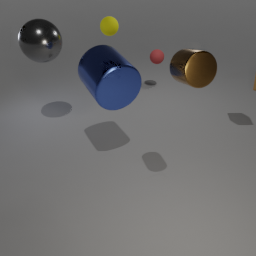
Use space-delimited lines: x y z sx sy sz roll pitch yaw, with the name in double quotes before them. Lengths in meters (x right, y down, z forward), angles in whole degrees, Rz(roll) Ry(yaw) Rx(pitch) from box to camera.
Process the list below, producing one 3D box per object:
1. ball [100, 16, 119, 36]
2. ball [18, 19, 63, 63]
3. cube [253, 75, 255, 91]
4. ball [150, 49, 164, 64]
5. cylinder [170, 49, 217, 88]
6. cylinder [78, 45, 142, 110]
"ball" -0.707 -3.851 10.599 0.700 0.700 0.700 0 32 0
"ball" -2.892 -2.881 9.296 1.400 1.400 1.400 0 32 0
"cube" 4.982 -1.626 9.873 0.700 0.700 0.700 11 -2 -22
"ball" 1.411 -3.471 13.645 0.700 0.700 0.700 0 32 0
"cylinder" 1.282 -1.197 5.569 0.700 0.700 0.700 -9 21 -14
"cylinder" -0.541 -1.444 7.974 1.400 1.400 1.400 -15 43 -23
